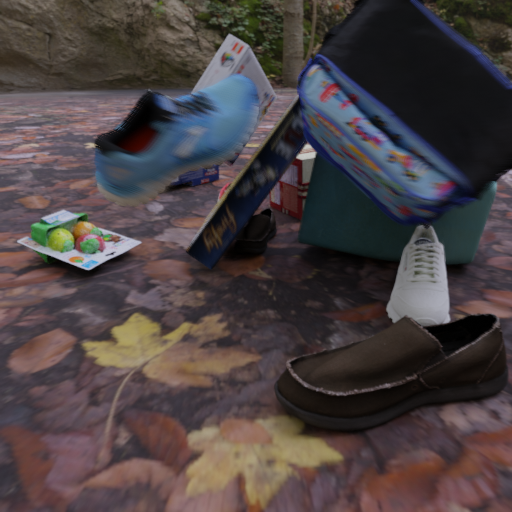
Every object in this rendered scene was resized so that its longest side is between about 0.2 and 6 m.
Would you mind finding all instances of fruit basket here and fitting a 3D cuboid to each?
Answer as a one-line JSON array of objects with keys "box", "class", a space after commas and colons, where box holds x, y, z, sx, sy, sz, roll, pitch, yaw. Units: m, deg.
[{"box": [-3.522, -0.323, 11.268, 1.801, 0.844, 1.668, 13, 25, 23], "class": "fruit basket"}]

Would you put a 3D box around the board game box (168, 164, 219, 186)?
[{"box": [-2.694, -2.650, 17.377, 2.205, 0.680, 2.206, 18, 28, 40], "class": "board game box"}]

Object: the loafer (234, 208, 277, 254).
[{"box": [-0.028, -0.574, 12.092, 0.687, 0.671, 1.881, 5, 22, 13], "class": "loafer"}]

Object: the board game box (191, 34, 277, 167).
[{"box": [-0.549, -3.141, 12.008, 0.555, 2.023, 3.204, 35, 5, 10], "class": "board game box"}]

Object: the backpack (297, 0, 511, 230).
[{"box": [2.230, -1.943, 8.506, 3.099, 2.284, 3.395, 45, 1, 6], "class": "backpack"}]

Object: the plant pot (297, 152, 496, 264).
[{"box": [2.961, -1.169, 11.447, 3.357, 2.373, 2.371, 18, 22, 17], "class": "plant pot"}]

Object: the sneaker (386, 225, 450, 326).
[{"box": [2.725, 0.339, 9.301, 0.987, 1.040, 2.583, 6, 24, 10], "class": "sneaker"}]

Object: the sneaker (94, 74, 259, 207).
[{"box": [-1.152, -1.977, 8.592, 3.004, 1.351, 1.177, -39, 65, -20], "class": "sneaker"}]

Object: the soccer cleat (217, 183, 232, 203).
[{"box": [-0.493, -1.523, 14.227, 0.817, 0.877, 2.396, 3, 22, 8], "class": "soccer cleat"}]

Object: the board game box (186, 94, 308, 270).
[{"box": [0.086, -1.666, 11.126, 0.635, 3.670, 2.486, 36, 19, -7], "class": "board game box"}]

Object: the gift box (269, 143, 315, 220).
[{"box": [1.408, -2.076, 14.421, 1.822, 1.800, 1.951, -14, 29, -27], "class": "gift box"}]

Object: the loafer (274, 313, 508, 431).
[{"box": [1.691, 1.225, 6.898, 3.118, 1.112, 1.138, -8, 23, -18], "class": "loafer"}]
